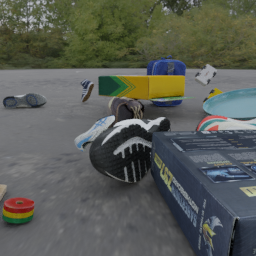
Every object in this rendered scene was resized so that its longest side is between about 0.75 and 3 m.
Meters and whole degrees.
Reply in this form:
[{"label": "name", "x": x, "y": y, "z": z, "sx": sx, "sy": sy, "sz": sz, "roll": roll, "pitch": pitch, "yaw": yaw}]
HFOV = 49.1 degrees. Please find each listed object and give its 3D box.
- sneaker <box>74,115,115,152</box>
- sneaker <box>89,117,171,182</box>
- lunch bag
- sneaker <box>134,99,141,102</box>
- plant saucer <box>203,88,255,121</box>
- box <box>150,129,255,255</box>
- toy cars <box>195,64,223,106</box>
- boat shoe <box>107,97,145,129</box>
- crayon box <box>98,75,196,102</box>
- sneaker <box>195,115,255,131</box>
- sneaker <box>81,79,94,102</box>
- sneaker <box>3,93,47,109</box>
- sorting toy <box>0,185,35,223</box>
[{"label": "sneaker", "x": -0.485, "y": 0.079, "z": 4.362, "sx": 0.758, "sy": 0.275, "sz": 0.272, "roll": -40, "pitch": -13, "yaw": 2}, {"label": "sneaker", "x": -0.025, "y": 0.303, "z": 4.710, "sx": 0.953, "sy": 0.878, "sz": 2.383, "roll": 1, "pitch": 5, "yaw": 25}, {"label": "lunch bag", "x": 1.450, "y": -1.775, "z": 10.567, "sx": 1.268, "sy": 1.867, "sz": 1.235, "roll": -3, "pitch": 16, "yaw": -13}, {"label": "sneaker", "x": -0.048, "y": -1.084, "z": 10.712, "sx": 0.694, "sy": 0.453, "sz": 1.240, "roll": -4, "pitch": 16, "yaw": -19}, {"label": "plant saucer", "x": 3.551, "y": -0.653, "z": 8.267, "sx": 2.577, "sy": 0.353, "sz": 2.577, "roll": -12, "pitch": 21, "yaw": 5}, {"label": "box", "x": 1.968, "y": 0.633, "z": 3.291, "sx": 2.990, "sy": 0.763, "sz": 2.358, "roll": -2, "pitch": 13, "yaw": -9}, {"label": "toy cars", "x": 2.857, "y": -1.369, "z": 9.976, "sx": 0.974, "sy": 0.481, "sz": 2.173, "roll": 3, "pitch": 57, "yaw": -13}, {"label": "boat shoe", "x": 0.000, "y": -0.470, "z": 7.581, "sx": 0.815, "sy": 0.828, "sz": 2.222, "roll": 3, "pitch": 16, "yaw": 12}, {"label": "crayon box", "x": 0.570, "y": -1.359, "z": 9.159, "sx": 1.767, "sy": 0.725, "sz": 2.810, "roll": -10, "pitch": 15, "yaw": -43}, {"label": "sneaker", "x": 2.418, "y": 0.260, "z": 5.214, "sx": 2.178, "sy": 0.767, "sz": 1.018, "roll": 0, "pitch": 32, "yaw": -8}, {"label": "sneaker", "x": -1.737, "y": -1.523, "z": 11.269, "sx": 0.501, "sy": 0.923, "sz": 0.324, "roll": 41, "pitch": 26, "yaw": 22}, {"label": "sneaker", "x": -3.784, "y": -1.029, "z": 10.376, "sx": 1.515, "sy": 0.565, "sz": 0.660, "roll": -2, "pitch": 9, "yaw": -9}, {"label": "sorting toy", "x": -2.099, "y": 0.712, "z": 3.311, "sx": 1.989, "sy": 0.336, "sz": 0.959, "roll": 7, "pitch": 6, "yaw": -12}]
